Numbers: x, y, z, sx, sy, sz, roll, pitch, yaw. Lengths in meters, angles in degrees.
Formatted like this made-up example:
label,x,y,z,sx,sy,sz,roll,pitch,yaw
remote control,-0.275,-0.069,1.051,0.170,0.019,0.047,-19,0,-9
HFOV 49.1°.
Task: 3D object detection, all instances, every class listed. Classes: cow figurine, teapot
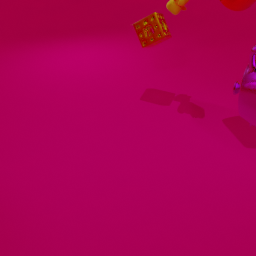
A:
label,x,y,z,sx,sy,sz,roll,pitch,yaw
cow figurine,1.782,-4.319,9.103,0.714,1.301,1.280,42,31,-2
teapot,1.815,-0.442,3.689,0.812,1.658,1.031,14,64,34

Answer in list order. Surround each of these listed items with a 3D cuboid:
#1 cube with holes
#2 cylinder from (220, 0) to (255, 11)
label,x,y,z,sx,sy,sz,roll,pitch,yaw
cube with holes,0.865,-3.379,9.755,0.877,0.877,0.877,-19,8,28
cylinder,3.294,-4.115,7.747,1.244,1.244,1.244,-7,-5,-10
